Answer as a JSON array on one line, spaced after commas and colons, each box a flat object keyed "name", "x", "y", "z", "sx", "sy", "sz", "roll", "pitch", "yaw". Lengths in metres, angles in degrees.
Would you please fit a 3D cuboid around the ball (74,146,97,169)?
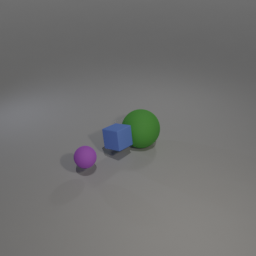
[{"name": "ball", "x": -1.317, "y": 0.895, "z": 8.622, "sx": 0.700, "sy": 0.700, "sz": 0.700, "roll": 0, "pitch": 30, "yaw": 0}]

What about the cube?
[{"name": "cube", "x": -0.351, "y": 0.298, "z": 9.434, "sx": 0.700, "sy": 0.700, "sz": 0.700, "roll": 8, "pitch": 23, "yaw": 39}]

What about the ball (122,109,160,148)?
[{"name": "ball", "x": 0.460, "y": 0.019, "z": 10.139, "sx": 1.400, "sy": 1.400, "sz": 1.400, "roll": 0, "pitch": 30, "yaw": 0}]
